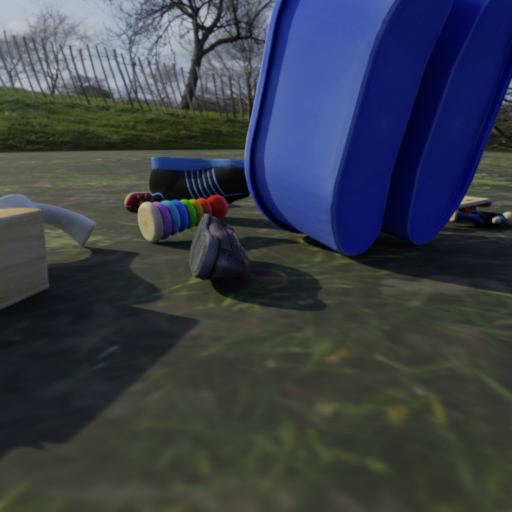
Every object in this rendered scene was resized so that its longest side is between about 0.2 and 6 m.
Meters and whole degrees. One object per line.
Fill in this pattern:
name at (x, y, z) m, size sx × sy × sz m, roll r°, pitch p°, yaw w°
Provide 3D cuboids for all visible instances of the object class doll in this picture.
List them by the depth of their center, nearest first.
doll at (4.669, -0.775, 11.543) m, size 1.458 × 0.353 × 0.994 m, roll 4°, pitch 4°, yaw -10°

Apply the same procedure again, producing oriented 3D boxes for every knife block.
knife block at (-3.516, 0.342, 5.221) m, size 3.327 × 1.064 × 2.920 m, roll -7°, pitch 15°, yaw -28°

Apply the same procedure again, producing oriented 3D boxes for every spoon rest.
spoon rest at (-3.495, -0.405, 8.496) m, size 0.762 × 1.250 × 2.516 m, roll 37°, pitch 15°, yaw 11°

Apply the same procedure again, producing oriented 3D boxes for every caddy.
caddy at (1.829, -2.551, 9.262) m, size 3.756 × 5.312 × 2.789 m, roll -7°, pitch 32°, yaw -36°

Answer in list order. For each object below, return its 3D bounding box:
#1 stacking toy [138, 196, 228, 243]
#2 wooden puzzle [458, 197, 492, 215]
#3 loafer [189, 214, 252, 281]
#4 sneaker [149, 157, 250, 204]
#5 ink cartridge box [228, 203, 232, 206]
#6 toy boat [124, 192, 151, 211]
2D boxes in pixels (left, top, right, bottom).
stacking toy at (-1.270, -0.770, 10.310) m, size 1.709 × 0.730 × 0.730 m, roll -17°, pitch 21°, yaw -36°
wooden puzzle at (4.141, -1.189, 13.168) m, size 2.143 × 0.496 × 1.985 m, roll -6°, pitch 14°, yaw -43°
loafer at (-0.530, -0.052, 7.905) m, size 0.693 × 0.791 × 2.201 m, roll 18°, pitch 10°, yaw -11°
sneaker at (-0.879, -1.479, 12.380) m, size 3.392 × 1.321 × 1.189 m, roll 7°, pitch 9°, yaw 27°
ink cartridge box at (-1.149, -1.441, 14.761) m, size 0.626 × 0.220 × 1.048 m, roll -8°, pitch 13°, yaw -31°
toy boat at (-2.797, -1.248, 13.594) m, size 0.748 × 0.488 × 0.489 m, roll -8°, pitch 45°, yaw -31°
